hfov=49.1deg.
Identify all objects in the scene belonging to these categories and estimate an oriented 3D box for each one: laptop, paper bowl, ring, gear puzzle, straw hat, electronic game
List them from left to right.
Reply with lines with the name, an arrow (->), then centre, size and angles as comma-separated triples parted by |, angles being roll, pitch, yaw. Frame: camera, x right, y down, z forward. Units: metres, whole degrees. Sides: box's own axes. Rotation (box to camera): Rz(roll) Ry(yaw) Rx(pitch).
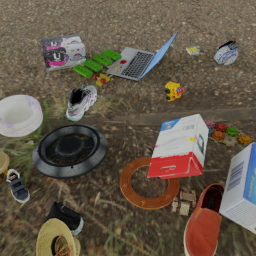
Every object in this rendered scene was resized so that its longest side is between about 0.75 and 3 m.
paper bowl -> -4.290, -0.391, 11.002 | 1.841, 0.957, 1.841 | 0, 47, 0
straw hat -> -1.723, 3.311, 7.668 | 0.719, 1.700, 1.700 | 14, 28, -49
electronic game -> -2.080, 0.769, 10.168 | 2.717, 0.565, 2.717 | -3, 40, 2
laptop -> 0.661, -3.656, 13.620 | 2.798, 1.622, 2.620 | 17, 49, 16
ring -> 0.735, 1.784, 9.494 | 2.031, 0.195, 2.031 | 0, 46, 0
gear puzzle -> 3.838, 0.220, 10.915 | 1.945, 0.255, 1.008 | 20, 50, 17

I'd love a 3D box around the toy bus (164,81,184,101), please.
toy bus -> 2.045, -1.541, 12.085 | 0.776, 0.808, 0.549 | 14, 43, 34

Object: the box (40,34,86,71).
box -> -3.227, -3.818, 14.071 | 2.029, 1.164, 1.341 | -13, 48, -11

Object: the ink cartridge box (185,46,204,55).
ink cartridge box -> 3.592, -4.267, 15.183 | 0.789, 0.188, 0.799 | -11, 50, -10

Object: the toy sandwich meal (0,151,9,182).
toy sandwich meal -> -4.730, 1.384, 9.725 | 1.373, 0.470, 1.373 | 0, 43, 0

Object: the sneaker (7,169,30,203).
sneaker -> -3.666, 1.883, 9.209 | 0.489, 0.495, 1.246 | -29, 54, -26

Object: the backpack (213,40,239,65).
backpack -> 4.921, -3.670, 14.105 | 1.070, 1.123, 0.865 | -17, 62, -11

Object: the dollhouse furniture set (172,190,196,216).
dollhouse furniture set -> 1.785, 2.353, 9.010 | 0.729, 0.417, 0.855 | 9, 23, 8

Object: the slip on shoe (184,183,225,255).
slip on shoe -> 2.311, 2.714, 8.214 | 0.973, 0.804, 2.627 | 20, 52, 16

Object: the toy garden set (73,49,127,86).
toy garden set -> -1.163, -2.907, 13.644 | 2.297, 0.458, 1.915 | -37, 53, -27

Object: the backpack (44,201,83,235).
backpack -> -1.838, 2.736, 8.287 | 1.042, 0.660, 0.870 | 12, 61, 11

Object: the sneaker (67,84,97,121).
sneaker -> -1.828, -1.389, 11.541 | 0.800, 1.440, 2.058 | 21, 52, 4

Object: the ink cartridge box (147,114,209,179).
ink cartridge box -> 1.727, 0.801, 9.411 | 1.500, 0.868, 2.582 | -14, 36, 35

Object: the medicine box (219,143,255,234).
medicine box -> 4.155, 1.978, 8.194 | 2.322, 1.195, 2.115 | 30, 51, 1
